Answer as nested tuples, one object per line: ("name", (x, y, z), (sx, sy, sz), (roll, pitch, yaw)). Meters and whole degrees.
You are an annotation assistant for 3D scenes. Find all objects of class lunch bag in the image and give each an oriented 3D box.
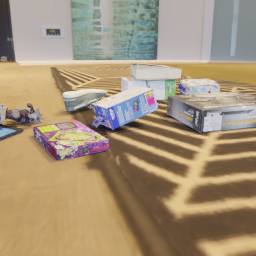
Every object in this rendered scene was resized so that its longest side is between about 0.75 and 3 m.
("lunch bag", (2.868, -1.606, 11.548), (1.458, 0.688, 1.820), (-3, 17, -4))

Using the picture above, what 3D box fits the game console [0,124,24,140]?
("game console", (-3.322, -0.163, 6.349), (0.827, 1.193, 1.398), (-22, 6, 25))

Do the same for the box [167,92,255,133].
("box", (2.616, -0.522, 7.857), (2.494, 0.603, 1.976), (-5, 17, -17))

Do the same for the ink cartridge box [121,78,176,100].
("ink cartridge box", (0.760, -1.588, 11.205), (1.913, 0.806, 1.397), (-3, 16, -12))

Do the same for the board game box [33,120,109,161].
("board game box", (-1.281, 0.203, 6.010), (1.085, 0.292, 1.808), (-15, 21, -27))

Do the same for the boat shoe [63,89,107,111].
("boat shoe", (-1.381, -0.946, 9.204), (0.689, 0.585, 1.893), (9, 16, 32))

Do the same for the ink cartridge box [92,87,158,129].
("ink cartridge box", (-0.208, -0.504, 7.206), (1.604, 0.612, 1.094), (-23, 18, -19))

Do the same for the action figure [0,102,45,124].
("action figure", (-2.917, -0.353, 7.033), (1.260, 0.672, 1.937), (-5, 4, 15))

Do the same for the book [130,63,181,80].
("book", (1.039, -2.318, 11.418), (1.698, 0.611, 2.542), (2, 14, -5))
